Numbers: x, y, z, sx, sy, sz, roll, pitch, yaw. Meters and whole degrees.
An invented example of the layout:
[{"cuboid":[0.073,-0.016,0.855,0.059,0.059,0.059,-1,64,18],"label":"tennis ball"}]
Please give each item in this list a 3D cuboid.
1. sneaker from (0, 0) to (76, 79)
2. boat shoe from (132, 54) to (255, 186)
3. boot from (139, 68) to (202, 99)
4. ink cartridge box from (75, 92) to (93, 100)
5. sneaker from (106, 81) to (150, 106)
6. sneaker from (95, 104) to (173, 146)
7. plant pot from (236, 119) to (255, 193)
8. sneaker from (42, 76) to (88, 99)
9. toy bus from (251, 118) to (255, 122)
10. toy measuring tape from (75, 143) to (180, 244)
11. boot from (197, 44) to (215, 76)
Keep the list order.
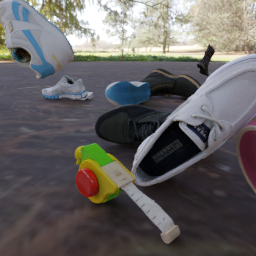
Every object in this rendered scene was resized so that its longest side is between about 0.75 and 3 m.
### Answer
[{"cuboid":[-2.334,-2.058,6.235,1.027,0.973,2.542,-42,63,-18],"label":"sneaker"},{"cuboid":[1.075,0.019,4.103,0.961,2.612,0.854,43,22,1],"label":"boat shoe"},{"cuboid":[1.579,-1.592,12.146,1.927,1.079,2.787,-32,37,-30],"label":"boot"},{"cuboid":[-2.007,-1.332,12.224,0.703,0.247,0.864,6,35,18],"label":"ink cartridge box"},{"cuboid":[-0.132,-1.303,10.833,1.054,0.998,2.610,1,7,31],"label":"sneaker"},{"cuboid":[0.460,0.053,5.872,2.455,0.938,1.406,7,10,3],"label":"sneaker"},{"cuboid":[2.599,0.260,3.826,1.731,1.934,1.934,-18,19,-8],"label":"plant pot"},{"cuboid":[-2.801,-1.798,12.113,2.178,0.944,0.816,0,29,19],"label":"sneaker"},{"cuboid":[3.692,0.155,5.498,1.172,0.974,2.993,-16,23,-42],"label":"toy bus"},{"cuboid":[-0.152,0.925,3.845,0.716,0.716,1.945,-15,44,-43],"label":"toy measuring tape"},{"cuboid":[2.430,-2.027,8.462,0.292,0.735,0.844,29,-5,34],"label":"boot"}]
